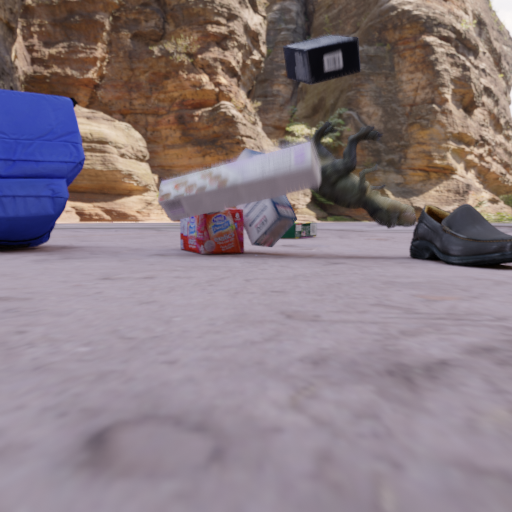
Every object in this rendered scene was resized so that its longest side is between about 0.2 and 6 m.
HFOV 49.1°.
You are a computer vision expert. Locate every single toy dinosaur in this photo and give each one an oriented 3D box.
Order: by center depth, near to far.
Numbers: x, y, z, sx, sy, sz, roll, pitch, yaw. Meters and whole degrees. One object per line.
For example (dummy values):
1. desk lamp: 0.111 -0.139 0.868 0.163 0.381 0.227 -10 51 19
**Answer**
1. toy dinosaur: 1.371 -1.642 10.110 3.434 1.513 0.815 23 -5 24

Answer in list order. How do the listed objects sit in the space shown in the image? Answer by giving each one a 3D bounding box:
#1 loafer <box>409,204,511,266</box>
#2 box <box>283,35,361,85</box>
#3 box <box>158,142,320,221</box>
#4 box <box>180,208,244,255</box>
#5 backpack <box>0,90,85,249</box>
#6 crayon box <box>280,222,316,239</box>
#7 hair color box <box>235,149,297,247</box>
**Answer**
1. loafer: 3.247 -0.351 8.817 0.944 0.937 2.592 -1 5 -18
2. box: 1.036 -3.120 8.883 0.906 0.558 0.898 -18 29 -14
3. box: -0.328 -1.284 9.947 2.900 0.561 0.601 -13 -42 17
4. box: -0.927 -0.518 11.339 0.849 0.887 1.779 -2 4 -22
5. backpack: -5.523 -1.561 11.977 2.828 2.921 3.481 2 -21 -35
6. crayon box: 0.911 -0.821 17.767 1.493 0.505 1.731 2 5 27
7. hair color box: 0.054 -1.140 11.012 0.544 1.797 0.899 6 -41 -38
